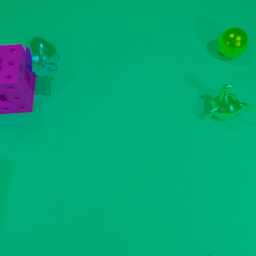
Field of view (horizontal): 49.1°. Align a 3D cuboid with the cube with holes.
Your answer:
[{"bbox_3d":[-3.278,-1.244,7.354,1.273,1.273,1.273,-4,60,-2],"label":"cube with holes"}]

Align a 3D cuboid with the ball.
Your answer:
[{"bbox_3d":[3.119,-2.544,8.329,0.888,0.888,0.888,0,60,0],"label":"ball"}]

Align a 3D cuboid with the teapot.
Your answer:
[{"bbox_3d":[-2.002,-1.713,6.654,0.740,0.940,1.511,-9,43,-30],"label":"teapot"}]

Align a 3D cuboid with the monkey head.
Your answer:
[{"bbox_3d":[2.568,-0.642,7.247,1.221,0.878,0.736,-11,55,4],"label":"monkey head"}]
